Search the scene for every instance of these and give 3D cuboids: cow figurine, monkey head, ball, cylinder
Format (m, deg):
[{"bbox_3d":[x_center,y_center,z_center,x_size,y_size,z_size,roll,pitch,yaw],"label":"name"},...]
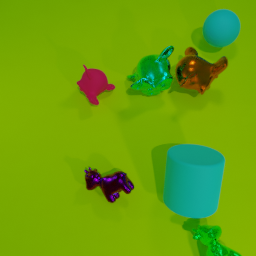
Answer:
[{"bbox_3d":[1.845,2.681,5.983,0.625,1.139,1.120,-8,22,-43],"label":"cow figurine"},{"bbox_3d":[0.562,-1.545,7.939,1.334,1.854,1.117,-5,74,-44],"label":"monkey head"},{"bbox_3d":[-0.919,-1.197,7.983,0.826,1.370,0.986,-42,53,17],"label":"monkey head"},{"bbox_3d":[2.899,-3.092,8.718,1.116,1.116,1.116,0,61,0],"label":"ball"},{"bbox_3d":[-0.500,1.272,6.767,1.069,0.587,1.052,-35,86,19],"label":"cow figurine"},{"bbox_3d":[1.460,1.152,6.324,1.242,1.242,1.242,2,18,-1],"label":"cylinder"},{"bbox_3d":[2.025,-1.691,7.943,1.137,1.357,1.887,32,45,-16],"label":"monkey head"}]
